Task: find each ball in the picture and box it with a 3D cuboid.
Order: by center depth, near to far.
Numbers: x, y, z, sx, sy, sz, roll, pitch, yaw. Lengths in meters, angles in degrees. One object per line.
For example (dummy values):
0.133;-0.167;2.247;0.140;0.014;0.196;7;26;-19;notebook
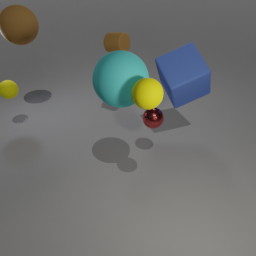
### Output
0.429;-0.759;6.193;0.700;0.700;0.700;0;33;0;ball
-0.183;-1.207;6.972;1.400;1.400;1.400;0;33;0;ball
0.819;-0.325;9.116;0.700;0.700;0.700;0;33;0;ball
-4.027;-3.790;10.338;1.400;1.400;1.400;0;33;0;ball
-4.469;-1.433;10.460;0.700;0.700;0.700;0;33;0;ball

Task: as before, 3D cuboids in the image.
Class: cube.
1.923;-1.795;9.739;1.400;1.400;1.400;-24;63;4;cube

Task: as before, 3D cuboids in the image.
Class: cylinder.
-0.382;-3.013;9.899;0.700;0.700;0.700;13;34;32;cylinder
